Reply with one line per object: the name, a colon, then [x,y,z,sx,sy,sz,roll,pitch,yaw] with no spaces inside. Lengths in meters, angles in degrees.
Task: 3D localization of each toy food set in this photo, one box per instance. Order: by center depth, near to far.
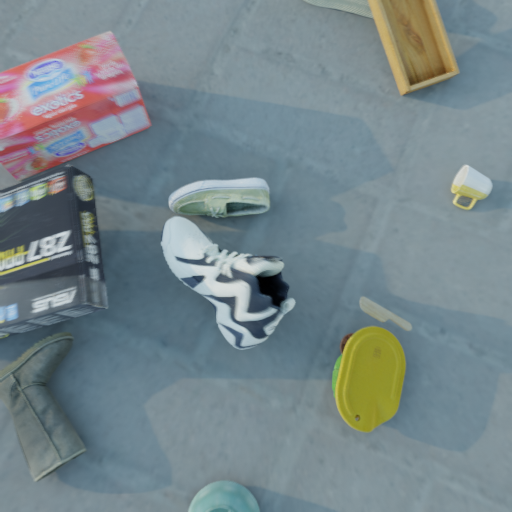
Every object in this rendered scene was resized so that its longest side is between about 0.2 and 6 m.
toy food set: [2.029,2.077,10.479,1.360,0.755,2.312,22,73,-18]

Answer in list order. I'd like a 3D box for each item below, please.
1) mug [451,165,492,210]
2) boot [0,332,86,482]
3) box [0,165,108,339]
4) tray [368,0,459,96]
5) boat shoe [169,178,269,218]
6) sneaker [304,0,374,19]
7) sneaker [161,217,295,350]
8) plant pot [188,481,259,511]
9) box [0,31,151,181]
mug: [4.503,-1.427,11.727,0.641,0.781,0.626,23,40,-2]
boot: [-3.701,2.698,10.186,1.894,0.756,2.083,-39,68,3]
box: [-4.537,0.083,10.530,3.350,0.823,2.700,-16,74,15]
tray: [3.433,-5.054,12.462,1.288,0.484,2.612,-21,95,-7]
boat shoe: [-0.729,-1.117,11.399,2.081,0.749,0.646,-10,57,-3]
sneaker: [2.027,-6.532,13.129,2.795,1.048,1.181,18,75,-4]
sneaker: [-0.391,0.152,10.200,1.151,1.877,2.884,-21,75,-51]
plant pot: [-0.577,4.553,9.443,1.290,0.864,1.290,0,77,1]
box: [-4.013,-3.066,11.654,3.164,1.624,1.498,-25,73,-7]
